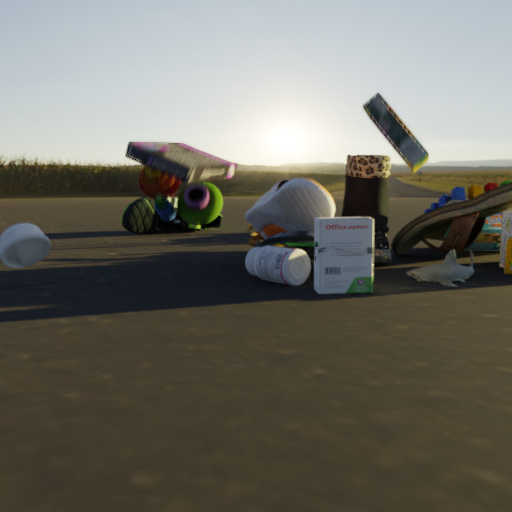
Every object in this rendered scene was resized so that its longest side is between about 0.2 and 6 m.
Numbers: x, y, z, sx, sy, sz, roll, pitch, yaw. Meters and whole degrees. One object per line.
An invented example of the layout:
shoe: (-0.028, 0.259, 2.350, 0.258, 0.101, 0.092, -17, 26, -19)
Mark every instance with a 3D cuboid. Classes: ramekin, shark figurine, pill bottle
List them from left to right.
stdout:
ramekin: (-3.657, -0.179, 8.772, 0.764, 0.764, 0.356, -8, 54, -46)
pill bottle: (0.317, 0.133, 8.756, 0.563, 0.563, 0.993, -6, 10, -39)
shark figurine: (3.137, 0.150, 8.838, 1.311, 0.547, 0.783, -6, 11, -26)

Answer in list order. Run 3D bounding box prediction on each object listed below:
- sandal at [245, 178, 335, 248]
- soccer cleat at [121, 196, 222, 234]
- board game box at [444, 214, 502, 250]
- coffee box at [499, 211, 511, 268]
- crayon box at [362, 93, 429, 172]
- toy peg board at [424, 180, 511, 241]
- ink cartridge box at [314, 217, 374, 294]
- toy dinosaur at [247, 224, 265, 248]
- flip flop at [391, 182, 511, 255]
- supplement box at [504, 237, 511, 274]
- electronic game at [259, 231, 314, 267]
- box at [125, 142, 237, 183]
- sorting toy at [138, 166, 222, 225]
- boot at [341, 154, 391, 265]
sandal: (0.791, -0.832, 9.899, 0.938, 1.253, 3.272, -49, 6, -17)
soccer cleat: (-2.420, -1.172, 16.628, 1.371, 1.142, 3.382, 23, 20, 35)
board game box: (5.120, -0.497, 12.056, 1.803, 0.406, 1.371, 1, -17, 6)
coffee box: (5.054, -0.312, 10.270, 1.010, 1.021, 1.020, 3, 8, 29)
crayon box: (1.875, -1.621, 7.460, 0.299, 1.027, 0.886, -39, -7, 17)
toy peg board: (4.746, -1.049, 12.611, 1.893, 0.930, 1.901, 7, -19, -10)
ink cartridge box: (1.239, -0.023, 7.989, 0.785, 1.075, 0.453, -1, 8, -5)
toy dinosaur: (0.514, -0.345, 12.536, 1.319, 0.750, 2.484, 26, 28, 25)
flip flop: (4.109, -0.575, 10.988, 3.123, 0.899, 1.266, -21, -11, 30)
supplement box: (4.789, 0.025, 9.399, 1.097, 0.601, 0.597, 5, 8, 28)
electronic game: (0.899, -0.059, 9.442, 1.718, 0.357, 1.718, 6, -14, 1)
box: (-1.411, -1.853, 10.947, 1.407, 0.355, 1.968, 24, 17, 18)
sorting toy: (-1.810, -1.460, 12.443, 2.087, 1.254, 0.857, 27, -14, 14)
boot: (2.086, -0.975, 11.246, 0.989, 2.069, 2.740, -1, 8, -4)
